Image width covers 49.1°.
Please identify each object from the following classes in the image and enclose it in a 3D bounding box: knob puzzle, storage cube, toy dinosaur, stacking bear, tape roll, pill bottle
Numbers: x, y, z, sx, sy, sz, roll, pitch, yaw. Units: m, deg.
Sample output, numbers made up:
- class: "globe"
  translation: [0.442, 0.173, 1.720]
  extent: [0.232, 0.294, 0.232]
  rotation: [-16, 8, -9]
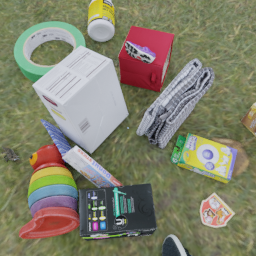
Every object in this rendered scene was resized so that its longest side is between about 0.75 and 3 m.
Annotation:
- class: "knob puzzle"
  translation: [2.746, 2.698, 8.917]
  extent: [1.115, 0.155, 1.115]
  rotation: [0, 63, 0]
- class: "storage cube"
  translation: [0.704, -2.661, 10.845]
  extent: [1.704, 1.621, 1.896]
  rotation: [15, 64, 9]
- class: "toy dinosaur"
  translation: [-4.132, 0.928, 9.787]
  extent: [0.427, 0.321, 0.835]
  rotation: [-29, 60, -26]
- class: "stacking bear"
  translation: [-2.406, 1.748, 8.692]
  extent: [1.569, 1.675, 2.759]
  rotation: [15, 43, -37]
- class: "tape roll"
  translation: [-3.166, -3.146, 11.611]
  extent: [2.881, 0.693, 2.881]
  rotation: [0, 63, -1]
- class: "pill bottle"
  translation: [-1.162, -4.890, 12.244]
  extent: [1.135, 1.135, 2.019]
  rotation: [-2, 63, -1]

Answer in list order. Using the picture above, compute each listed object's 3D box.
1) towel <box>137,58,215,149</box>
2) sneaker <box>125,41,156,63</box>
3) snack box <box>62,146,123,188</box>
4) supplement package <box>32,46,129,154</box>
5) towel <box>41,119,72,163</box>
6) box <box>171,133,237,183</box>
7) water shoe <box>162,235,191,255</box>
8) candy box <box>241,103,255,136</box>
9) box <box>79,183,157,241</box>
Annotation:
- class: "towel"
  translation: [1.613, -0.713, 9.509]
  extent: [1.162, 2.248, 2.715]
  rotation: [39, 70, 7]
- class: "sneaker"
  translation: [0.425, -2.671, 9.771]
  extent: [1.170, 0.472, 0.488]
  rotation: [32, 57, 7]
- class: "snack box"
  translation: [-1.073, 1.331, 8.539]
  extent: [1.919, 0.690, 0.233]
  rotation: [43, 43, -16]
- class: "supplement package"
  translation: [-1.395, -0.862, 9.201]
  extent: [1.473, 2.656, 2.068]
  rotation: [31, 67, 31]
- class: "towel"
  translation: [-2.238, 0.566, 9.419]
  extent: [0.210, 1.273, 1.758]
  rotation: [-37, 68, 0]
- class: "box"
  translation: [2.587, 0.962, 9.629]
  extent: [2.026, 0.490, 1.189]
  rotation: [18, 64, 11]
- class: "water shoe"
  translation: [1.755, 4.164, 7.922]
  extent: [0.915, 0.829, 2.318]
  rotation: [13, 38, -40]
- class: "candy box"
  translation: [5.053, 0.126, 9.598]
  extent: [0.610, 1.274, 2.206]
  rotation: [-33, 67, -15]
- class: "box"
  translation: [-0.313, 2.502, 8.229]
  extent: [2.072, 1.539, 1.288]
  rotation: [-5, 63, -3]
